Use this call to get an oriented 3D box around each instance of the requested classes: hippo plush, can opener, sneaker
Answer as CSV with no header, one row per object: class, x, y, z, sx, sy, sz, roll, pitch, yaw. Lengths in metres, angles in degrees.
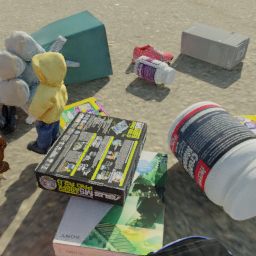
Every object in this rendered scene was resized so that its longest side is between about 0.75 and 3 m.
hippo plush,-3.555,-1.899,8.797,2.351,2.329,2.924,8,56,28
can opener,-3.535,-0.360,8.300,0.557,0.691,1.758,-19,31,-5
sneaker,1.043,-3.064,11.576,1.773,0.769,0.653,-3,38,-4

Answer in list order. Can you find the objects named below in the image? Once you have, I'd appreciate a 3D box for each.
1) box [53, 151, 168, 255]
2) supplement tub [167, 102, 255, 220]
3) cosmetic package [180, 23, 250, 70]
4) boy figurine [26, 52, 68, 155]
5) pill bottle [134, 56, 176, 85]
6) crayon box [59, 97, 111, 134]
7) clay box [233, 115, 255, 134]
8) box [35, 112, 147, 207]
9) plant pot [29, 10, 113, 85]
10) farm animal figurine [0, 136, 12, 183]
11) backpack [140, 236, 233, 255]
box,-0.189,1.481,5.961,1.952,0.492,2.705,5,39,7
supplement tub,2.069,0.619,6.122,1.633,1.633,2.327,-15,39,-18
cosmetic package,3.619,-3.522,11.910,2.525,1.139,1.349,32,51,30
boy figurine,-1.874,-0.541,6.427,0.754,2.342,1.456,13,25,10
pill bottle,0.997,-2.082,10.296,1.430,0.803,0.803,28,46,31
crayon box,-1.244,-0.124,7.976,1.363,0.460,1.580,-23,46,-22
clay box,3.428,0.077,7.823,1.744,0.415,1.002,-4,39,-4
box,-0.680,0.548,6.309,1.856,0.513,2.316,10,36,9
plant pot,-2.316,-2.780,10.376,2.795,1.974,1.975,-22,43,-15
farm animal figurine,-3.353,1.063,6.015,1.706,1.062,2.113,25,73,38
backpack,0.798,2.546,3.712,1.975,1.597,2.073,-25,52,-15
